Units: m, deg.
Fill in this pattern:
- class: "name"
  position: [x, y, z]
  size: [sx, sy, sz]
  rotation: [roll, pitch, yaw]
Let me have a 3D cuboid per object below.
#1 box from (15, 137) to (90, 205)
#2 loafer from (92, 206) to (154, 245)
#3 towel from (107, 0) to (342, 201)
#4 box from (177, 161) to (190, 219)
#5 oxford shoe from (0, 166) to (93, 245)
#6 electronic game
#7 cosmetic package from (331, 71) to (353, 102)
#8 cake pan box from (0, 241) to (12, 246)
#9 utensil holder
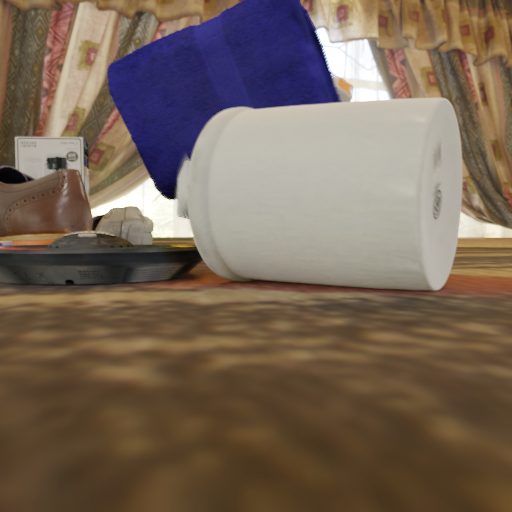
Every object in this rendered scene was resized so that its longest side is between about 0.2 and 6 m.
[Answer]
- class: "box"
  position: [-3.768, -1.105, 10.436]
  size: [1.237, 2.121, 0.638]
  rotation: [-2, 1, -9]
- class: "loafer"
  position: [-2.143, -0.388, 8.463]
  size: [0.859, 0.860, 2.461]
  rotation: [7, 0, -20]
- class: "towel"
  position: [-0.556, -3.007, 10.860]
  size: [4.121, 3.043, 1.021]
  rotation: [-16, 19, 19]
- class: "box"
  position: [-1.094, -1.189, 10.447]
  size: [0.642, 1.033, 0.503]
  rotation: [14, -42, -20]
- class: "oxford shoe"
  position: [-3.461, -0.550, 7.479]
  size: [3.407, 1.242, 1.215]
  rotation: [1, 3, 27]
- class: "electronic game"
  position: [-1.395, -0.010, 4.745]
  size: [1.918, 0.399, 1.918]
  rotation: [1, 2, 0]
- class: "cosmetic package"
  position: [1.360, -3.573, 11.586]
  size: [1.304, 0.465, 0.661]
  rotation: [30, 38, -13]
- class: "cake pan box"
  position: [-2.959, 0.026, 5.049]
  size: [1.232, 0.322, 1.135]
  rotation: [0, 5, -3]
- class: "utensil holder"
  position: [0.535, -0.418, 3.992]
  size: [1.578, 1.341, 1.341]
  rotation: [5, 4, 30]
